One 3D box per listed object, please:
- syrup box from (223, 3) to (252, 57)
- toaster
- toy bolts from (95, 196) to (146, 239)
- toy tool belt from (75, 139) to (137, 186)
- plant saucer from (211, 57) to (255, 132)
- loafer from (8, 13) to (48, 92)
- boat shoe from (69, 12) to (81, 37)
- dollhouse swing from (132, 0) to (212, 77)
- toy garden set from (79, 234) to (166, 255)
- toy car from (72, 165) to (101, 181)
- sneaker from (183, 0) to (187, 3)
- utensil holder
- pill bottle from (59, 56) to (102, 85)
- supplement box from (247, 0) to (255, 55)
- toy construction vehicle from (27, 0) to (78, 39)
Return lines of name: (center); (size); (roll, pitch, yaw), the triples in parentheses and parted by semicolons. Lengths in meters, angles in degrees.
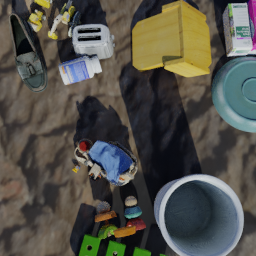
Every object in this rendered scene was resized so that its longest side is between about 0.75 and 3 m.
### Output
syrup box: (4.022, -3.601, 10.343); (0.706, 0.730, 1.793); (-2, 78, 0)
toaster: (-1.328, -3.086, 10.051); (1.688, 1.090, 0.959); (-2, 78, 0)
toy bolts: (-0.138, 2.700, 8.701); (1.524, 1.455, 1.057); (-2, 73, -36)
toy tool belt: (-0.751, 0.989, 9.045); (2.234, 1.373, 1.395); (33, 83, 6)
plant saucer: (4.488, -1.293, 10.052); (2.889, 0.396, 2.889); (0, 78, 1)
loafer: (-3.689, -2.671, 9.965); (1.026, 0.898, 2.855); (-19, 84, -3)
boat shoe: (-1.946, -3.907, 10.605); (0.299, 0.357, 1.000); (18, 85, 4)
dollhouse swing: (1.592, -3.022, 10.389); (2.106, 2.037, 2.317); (9, 74, -41)
toy garden set: (-0.243, 4.914, 8.714); (2.959, 0.590, 2.466); (15, 77, 2)
toy car: (-1.353, 1.436, 9.477); (0.976, 0.479, 0.325); (28, 50, -1)
sneaker: (2.145, -4.778, 10.818); (0.334, 0.308, 0.758); (6, 87, 0)
utensil holder: (1.826, 2.453, 8.199); (2.132, 2.509, 2.132); (0, 79, 0)
pill bottle: (-1.687, -2.101, 10.008); (1.404, 0.787, 0.787); (-16, 79, -4)
supplement box: (4.855, -3.720, 10.255); (0.954, 0.935, 1.847); (1, 78, 0)
toy construction vehicle: (-2.913, -4.443, 10.531); (1.694, 0.685, 1.946); (29, 80, 6)
